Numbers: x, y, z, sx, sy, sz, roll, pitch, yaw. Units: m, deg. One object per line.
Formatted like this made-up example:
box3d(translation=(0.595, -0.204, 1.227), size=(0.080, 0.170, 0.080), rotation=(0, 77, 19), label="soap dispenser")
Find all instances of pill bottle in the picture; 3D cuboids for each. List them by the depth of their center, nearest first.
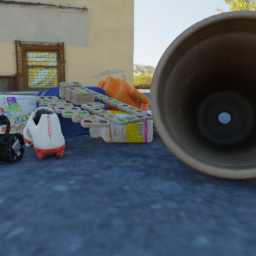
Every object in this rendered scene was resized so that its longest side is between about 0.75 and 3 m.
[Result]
box3d(translation=(-0.171, -0.045, 7.734), size=(1.685, 0.879, 0.879), rotation=(1, 9, 3), label="pill bottle")

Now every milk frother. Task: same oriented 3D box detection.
box3d(translation=(-2.765, 0.219, 5.600), size=(0.996, 1.058, 0.955), rotation=(0, 13, 5), label="milk frother")

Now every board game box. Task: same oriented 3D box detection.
box3d(translation=(-4.270, -0.476, 9.309), size=(2.389, 1.230, 1.253), rotation=(7, 11, 37), label="board game box")

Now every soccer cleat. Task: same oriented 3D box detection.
box3d(translation=(-2.067, 0.000, 6.821), size=(0.871, 1.081, 2.539), rotation=(-4, 10, -24), label="soccer cleat")

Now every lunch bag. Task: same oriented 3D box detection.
box3d(translation=(-1.816, -0.630, 9.313), size=(2.241, 1.522, 1.482), rotation=(-9, 12, -43), label="lunch bag")

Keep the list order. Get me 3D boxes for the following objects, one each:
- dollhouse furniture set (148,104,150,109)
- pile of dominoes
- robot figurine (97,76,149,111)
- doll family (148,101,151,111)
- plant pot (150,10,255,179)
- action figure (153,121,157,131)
box3d(translation=(1.579, -1.377, 15.392), size=(0.752, 0.748, 1.068), rotation=(-46, -20, 29), label="dollhouse furniture set")
box3d(translation=(-0.901, -0.684, 7.159), size=(2.075, 0.424, 2.663), rotation=(-12, 28, -43), label="pile of dominoes")
box3d(translation=(-0.176, -0.946, 10.577), size=(2.318, 1.667, 1.352), rotation=(36, 17, -32), label="robot figurine")
box3d(translation=(0.564, -1.112, 14.153), size=(1.082, 0.734, 1.872), rotation=(6, -33, 16), label="doll family")
box3d(translation=(2.053, -0.443, 5.647), size=(2.860, 2.860, 2.494), rotation=(3, -7, 16), label="plant pot")
box3d(translation=(0.558, -0.236, 9.200), size=(2.970, 0.812, 1.754), rotation=(-1, 7, 42), label="action figure")
